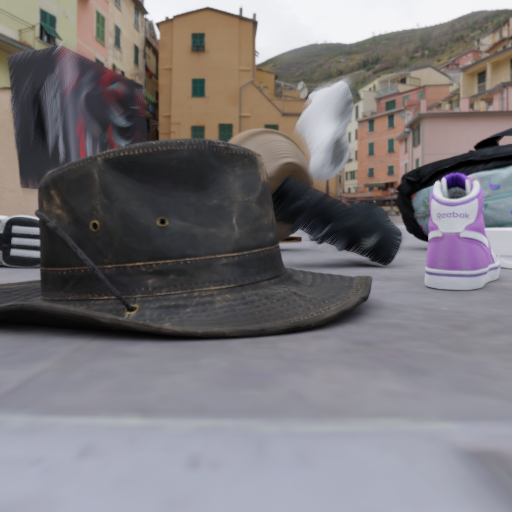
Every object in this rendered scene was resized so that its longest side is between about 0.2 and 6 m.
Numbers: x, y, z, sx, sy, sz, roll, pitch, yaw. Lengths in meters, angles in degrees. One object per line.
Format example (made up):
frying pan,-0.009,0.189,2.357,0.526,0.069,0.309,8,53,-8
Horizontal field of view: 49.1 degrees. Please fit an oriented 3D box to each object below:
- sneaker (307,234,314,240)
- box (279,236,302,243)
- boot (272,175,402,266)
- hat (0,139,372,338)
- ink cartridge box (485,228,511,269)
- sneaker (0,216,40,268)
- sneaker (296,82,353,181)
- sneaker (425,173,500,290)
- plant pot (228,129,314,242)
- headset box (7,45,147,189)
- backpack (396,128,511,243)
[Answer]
sneaker,2.567,-0.962,18.544,1.408,0.897,2.436,-2,2,22
box,-0.042,-0.536,17.127,1.862,0.242,2.278,-3,4,-40
boot,1.158,-0.656,9.106,1.937,0.875,2.364,22,13,-8
hat,-0.795,-0.292,5.042,3.626,1.463,3.626,0,3,0
ink cartridge box,4.241,-0.130,8.684,1.414,0.596,1.024,-4,5,-42
sneaker,-4.270,-0.267,9.121,2.729,1.024,1.576,11,0,7
sneaker,1.288,-2.423,11.230,1.072,2.157,0.840,-2,-27,34
sneaker,2.514,-0.327,6.755,0.816,1.283,2.251,0,2,21
plant pot,0.405,-1.482,12.545,2.683,2.683,1.238,-3,12,-34
headset box,-3.034,-2.204,9.768,1.076,2.132,2.868,-5,1,18
backpack,5.434,-1.376,12.328,3.194,2.423,3.828,-28,10,-24
